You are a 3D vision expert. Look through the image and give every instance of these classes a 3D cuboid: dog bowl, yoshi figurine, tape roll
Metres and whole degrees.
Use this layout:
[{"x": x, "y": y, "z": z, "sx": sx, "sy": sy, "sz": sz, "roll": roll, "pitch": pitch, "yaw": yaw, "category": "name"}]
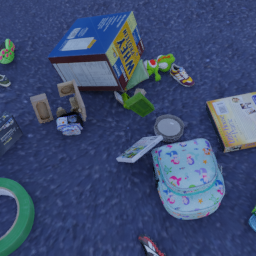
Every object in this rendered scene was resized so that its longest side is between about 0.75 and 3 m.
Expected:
[{"x": 1.504, "y": 0.034, "z": 10.371, "sx": 1.160, "sy": 0.340, "sz": 1.160, "roll": 1, "pitch": 50, "yaw": -2, "category": "dog bowl"}, {"x": 1.174, "y": -2.573, "z": 12.091, "sx": 1.786, "sy": 1.004, "sz": 1.000, "roll": -22, "pitch": 16, "yaw": 2, "category": "yoshi figurine"}, {"x": -4.086, "y": 2.702, "z": 8.436, "sx": 2.378, "sy": 0.572, "sz": 2.378, "roll": 0, "pitch": 56, "yaw": 0, "category": "tape roll"}]

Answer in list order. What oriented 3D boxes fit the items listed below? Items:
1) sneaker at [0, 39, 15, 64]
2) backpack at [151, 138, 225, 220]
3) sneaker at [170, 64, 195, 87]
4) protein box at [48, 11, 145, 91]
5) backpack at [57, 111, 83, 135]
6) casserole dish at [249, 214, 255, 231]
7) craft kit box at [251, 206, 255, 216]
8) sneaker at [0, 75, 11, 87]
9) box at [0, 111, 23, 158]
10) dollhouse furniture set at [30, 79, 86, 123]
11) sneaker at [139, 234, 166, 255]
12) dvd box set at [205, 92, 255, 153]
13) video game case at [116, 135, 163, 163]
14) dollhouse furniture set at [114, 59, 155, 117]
[{"x": -5.564, "y": -3.338, "z": 12.610, "sx": 0.710, "sy": 0.650, "sz": 1.694, "roll": -26, "pitch": 40, "yaw": 16, "category": "sneaker"}, {"x": 1.854, "y": 1.542, "z": 8.613, "sx": 2.055, "sy": 1.743, "sz": 2.315, "roll": -11, "pitch": 63, "yaw": 2, "category": "backpack"}, {"x": 2.293, "y": -2.243, "z": 11.867, "sx": 1.252, "sy": 0.564, "sz": 0.469, "roll": 37, "pitch": 63, "yaw": 22, "category": "sneaker"}, {"x": -1.154, "y": -3.013, "z": 11.182, "sx": 2.655, "sy": 1.791, "sz": 2.636, "roll": 5, "pitch": 53, "yaw": 28, "category": "protein box"}, {"x": -2.143, "y": -0.110, "z": 10.256, "sx": 0.906, "sy": 0.951, "sz": 0.733, "roll": -1, "pitch": 68, "yaw": 3, "category": "backpack"}, {"x": 3.954, "y": 2.834, "z": 8.473, "sx": 0.828, "sy": 0.161, "sz": 0.501, "roll": -24, "pitch": 65, "yaw": -36, "category": "casserole dish"}, {"x": 5.158, "y": 2.473, "z": 8.462, "sx": 2.071, "sy": 0.502, "sz": 2.045, "roll": 41, "pitch": 68, "yaw": 14, "category": "craft kit box"}, {"x": -5.577, "y": -2.089, "z": 11.783, "sx": 1.175, "sy": 0.528, "sz": 0.394, "roll": 9, "pitch": 56, "yaw": 6, "category": "sneaker"}, {"x": -4.439, "y": 0.331, "z": 9.711, "sx": 0.380, "sy": 1.175, "sz": 1.490, "roll": 26, "pitch": 58, "yaw": 17, "category": "box"}, {"x": -2.449, "y": -0.543, "z": 10.070, "sx": 1.654, "sy": 1.573, "sz": 1.347, "roll": -18, "pitch": 57, "yaw": -13, "category": "dollhouse furniture set"}, {"x": 0.637, "y": 3.540, "z": 7.958, "sx": 0.540, "sy": 0.391, "sz": 1.106, "roll": -35, "pitch": 64, "yaw": -24, "category": "sneaker"}, {"x": 4.657, "y": -0.347, "z": 10.377, "sx": 2.980, "sy": 0.438, "sz": 2.180, "roll": -12, "pitch": 54, "yaw": 1, "category": "dvd box set"}, {"x": 0.359, "y": 0.700, "z": 9.316, "sx": 1.300, "sy": 1.426, "sz": 0.157, "roll": -36, "pitch": 99, "yaw": -20, "category": "video game case"}, {"x": 0.115, "y": -1.716, "z": 10.890, "sx": 1.354, "sy": 1.046, "sz": 2.710, "roll": -31, "pitch": 53, "yaw": 20, "category": "dollhouse furniture set"}]
